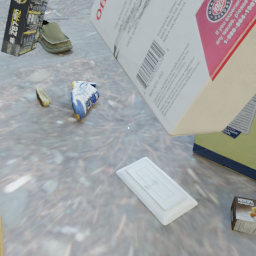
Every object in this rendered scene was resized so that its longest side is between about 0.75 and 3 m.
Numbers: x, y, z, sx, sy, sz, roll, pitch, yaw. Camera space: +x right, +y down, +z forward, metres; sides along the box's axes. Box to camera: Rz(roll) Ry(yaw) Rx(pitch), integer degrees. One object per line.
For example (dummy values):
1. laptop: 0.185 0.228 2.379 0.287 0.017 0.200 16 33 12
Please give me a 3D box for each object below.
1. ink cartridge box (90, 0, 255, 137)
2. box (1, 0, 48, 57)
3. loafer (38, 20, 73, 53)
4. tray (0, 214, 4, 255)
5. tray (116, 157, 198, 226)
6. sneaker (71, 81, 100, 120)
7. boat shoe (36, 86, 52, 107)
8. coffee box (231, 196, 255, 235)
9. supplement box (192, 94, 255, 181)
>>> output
1. ink cartridge box: 0.536 -1.168 2.899 0.867 1.488 2.056 -4 49 -36
2. box: -2.263 -2.401 6.295 0.418 1.372 1.702 16 20 -11
3. loafer: -3.191 -3.863 11.617 1.002 0.928 2.664 -26 44 -30
4. tray: -2.314 1.973 4.303 0.711 0.267 1.442 -14 40 -18
5. tray: 0.524 1.121 5.526 0.855 0.176 1.591 -23 42 -27
6. sneaker: -1.177 -0.872 7.816 0.768 0.656 1.742 -5 37 -6
7. boat shoe: -2.505 -0.935 8.220 0.276 0.322 0.880 -15 49 -26
8. coffee box: 2.255 1.540 4.806 0.876 0.349 0.501 9 37 12
9. supplement box: 3.070 -0.487 5.470 2.797 2.794 1.878 25 43 30
